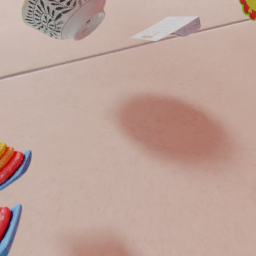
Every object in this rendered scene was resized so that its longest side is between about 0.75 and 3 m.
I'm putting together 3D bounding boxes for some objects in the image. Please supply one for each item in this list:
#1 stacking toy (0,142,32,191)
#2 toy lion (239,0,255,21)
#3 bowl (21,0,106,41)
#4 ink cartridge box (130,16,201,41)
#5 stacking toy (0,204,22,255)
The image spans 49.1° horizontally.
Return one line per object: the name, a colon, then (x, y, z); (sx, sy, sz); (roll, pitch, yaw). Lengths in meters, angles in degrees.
stacking toy: (-1.957, 0.327, 3.893); (0.594, 1.083, 0.628); (-33, 28, 18)
toy lion: (2.567, -3.085, 5.505); (0.614, 1.713, 1.787); (-18, 62, -6)
bowl: (-1.294, -2.906, 6.879); (2.348, 2.348, 1.102); (-41, 92, -28)
ink cartridge box: (0.703, -1.811, 5.336); (1.062, 0.303, 0.863); (-38, 36, -18)
stacking toy: (-1.852, 0.961, 2.961); (0.735, 1.266, 0.695); (-46, 25, 15)
